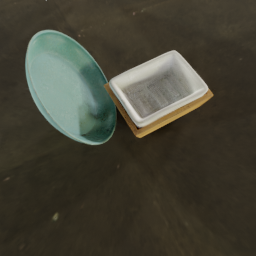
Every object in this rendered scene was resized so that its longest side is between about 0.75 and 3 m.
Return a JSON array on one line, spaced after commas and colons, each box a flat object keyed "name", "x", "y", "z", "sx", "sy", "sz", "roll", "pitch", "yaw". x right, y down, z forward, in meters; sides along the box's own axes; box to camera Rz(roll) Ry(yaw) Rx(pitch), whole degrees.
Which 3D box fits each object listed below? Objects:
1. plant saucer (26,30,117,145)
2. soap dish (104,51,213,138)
[{"name": "plant saucer", "x": -1.296, "y": -0.851, "z": 6.438, "sx": 0.501, "sy": 2.789, "sz": 2.789, "roll": -24, "pitch": 57, "yaw": 28}, {"name": "soap dish", "x": 0.724, "y": -0.846, "z": 7.042, "sx": 2.163, "sy": 0.878, "sz": 1.702, "roll": -28, "pitch": 63, "yaw": -10}]
